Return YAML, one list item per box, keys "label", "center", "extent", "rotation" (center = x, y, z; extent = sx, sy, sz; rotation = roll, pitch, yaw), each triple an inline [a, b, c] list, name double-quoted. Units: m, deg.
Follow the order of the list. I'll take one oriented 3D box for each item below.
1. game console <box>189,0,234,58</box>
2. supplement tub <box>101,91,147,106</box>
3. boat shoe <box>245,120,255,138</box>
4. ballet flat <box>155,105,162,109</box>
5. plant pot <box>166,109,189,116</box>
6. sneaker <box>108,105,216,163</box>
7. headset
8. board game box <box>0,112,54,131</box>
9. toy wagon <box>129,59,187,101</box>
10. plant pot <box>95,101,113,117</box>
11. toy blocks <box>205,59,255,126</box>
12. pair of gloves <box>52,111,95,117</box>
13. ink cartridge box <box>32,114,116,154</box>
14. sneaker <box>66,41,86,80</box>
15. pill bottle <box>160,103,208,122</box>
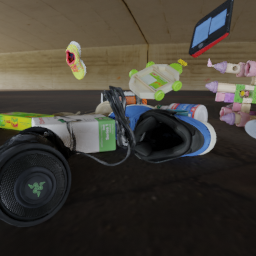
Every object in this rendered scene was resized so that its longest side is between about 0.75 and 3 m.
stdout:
- label: "game console"
  center: [1.578, -1.898, 5.351]
  extent: [0.162, 1.044, 0.924]
  rotation: [29, -31, -20]
- label: "supplement tub"
  center: [-0.201, -1.005, 12.175]
  extent: [1.905, 1.167, 1.167]
  rotation: [-1, 10, -7]
- label: "boat shoe"
  center: [4.082, 0.049, 7.709]
  extent: [1.566, 0.578, 0.667]
  rotation: [8, 12, 28]
- label: "ballet flat"
  center: [1.469, -0.853, 13.822]
  extent: [0.485, 0.485, 1.351]
  rotation: [3, 7, 17]
- label: "plant pot"
  center: [1.113, -0.026, 7.311]
  extent: [0.909, 0.854, 0.909]
  rotation: [-1, 9, 0]
- label: "sneaker"
  center: [0.323, 0.025, 6.233]
  extent: [2.862, 1.098, 1.592]
  rotation: [15, 8, 34]
- label: "headset"
  center: [-1.290, 0.344, 3.686]
  extent: [2.837, 1.333, 1.752]
  rotation: [-13, 13, -11]
- label: "board game box"
  center: [-3.609, -0.236, 9.725]
  extent: [1.930, 0.459, 0.980]
  rotation: [6, 11, 30]
- label: "toy wagon"
  center: [1.373, -2.114, 11.820]
  extent: [2.609, 0.516, 2.025]
  rotation: [-28, 49, -17]
- label: "plant pot"
  center: [-0.704, -0.271, 8.927]
  extent: [0.975, 0.975, 0.893]
  rotation: [2, 21, 11]
- label: "toy blocks"
  center: [3.943, -1.370, 10.730]
  extent: [2.131, 2.366, 2.532]
  rotation: [5, 13, 1]
- label: "pair of gloves"
  center: [-2.119, -0.334, 10.655]
  extent: [2.091, 0.367, 1.778]
  rotation: [3, 13, 30]
- label: "ink cartridge box"
  center: [-1.336, 0.132, 6.656]
  extent: [1.786, 0.753, 1.305]
  rotation: [-4, 10, -22]
- label: "sneaker"
  center: [-2.143, -2.561, 11.086]
  extent: [0.610, 1.561, 0.705]
  rotation: [4, 40, 20]
- label: "pill bottle"
  center: [1.821, -0.399, 9.524]
  extent: [1.537, 0.863, 0.863]
  rotation: [7, 12, 39]
